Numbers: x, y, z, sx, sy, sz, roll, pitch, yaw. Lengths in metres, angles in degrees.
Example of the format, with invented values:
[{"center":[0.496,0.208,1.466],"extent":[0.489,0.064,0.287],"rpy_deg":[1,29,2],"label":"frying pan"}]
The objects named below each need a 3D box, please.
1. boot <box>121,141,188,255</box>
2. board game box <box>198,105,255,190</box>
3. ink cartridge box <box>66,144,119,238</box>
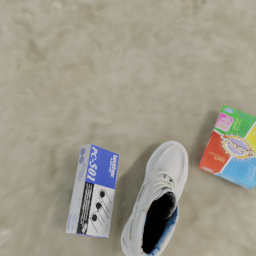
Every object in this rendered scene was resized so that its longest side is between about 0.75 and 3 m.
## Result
[{"center":[0.781,1.371,5.819],"extent":[1.028,1.335,2.794],"rpy_deg":[26,66,-4],"label":"boot"},{"center":[2.627,0.432,6.790],"extent":[1.300,0.343,1.699],"rpy_deg":[22,72,13],"label":"board game box"},{"center":[-0.735,1.373,6.131],"extent":[0.411,0.874,1.859],"rpy_deg":[-15,59,43],"label":"ink cartridge box"}]
